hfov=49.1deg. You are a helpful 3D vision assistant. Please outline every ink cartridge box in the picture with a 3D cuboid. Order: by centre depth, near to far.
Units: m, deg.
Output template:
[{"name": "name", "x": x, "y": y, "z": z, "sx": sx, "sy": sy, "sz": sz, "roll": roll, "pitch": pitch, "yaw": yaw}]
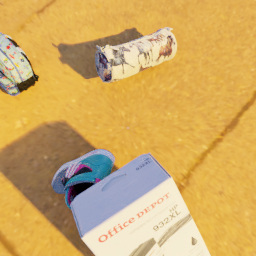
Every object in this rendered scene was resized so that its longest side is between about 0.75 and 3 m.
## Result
[{"name": "ink cartridge box", "x": 0.370, "y": 2.324, "z": 6.256, "sx": 2.059, "sy": 1.188, "sz": 2.839, "roll": -32, "pitch": 119, "yaw": -7}]

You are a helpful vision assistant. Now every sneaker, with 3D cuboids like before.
[{"name": "sneaker", "x": -1.275, "y": 1.473, "z": 6.846, "sx": 0.905, "sy": 2.164, "sz": 1.307, "roll": 44, "pitch": 34, "yaw": -20}]

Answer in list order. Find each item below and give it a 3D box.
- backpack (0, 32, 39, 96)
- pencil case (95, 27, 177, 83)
[{"name": "backpack", "x": -3.381, "y": -1.822, "z": 7.949, "sx": 1.052, "sy": 1.564, "sz": 1.428, "roll": -41, "pitch": 86, "yaw": -18}, {"name": "pencil case", "x": 0.263, "y": -2.181, "z": 8.221, "sx": 2.455, "sy": 1.098, "sz": 0.955, "roll": -25, "pitch": 53, "yaw": -20}]
